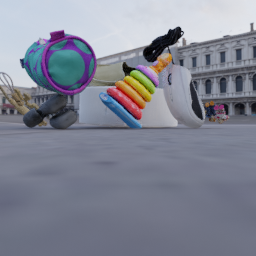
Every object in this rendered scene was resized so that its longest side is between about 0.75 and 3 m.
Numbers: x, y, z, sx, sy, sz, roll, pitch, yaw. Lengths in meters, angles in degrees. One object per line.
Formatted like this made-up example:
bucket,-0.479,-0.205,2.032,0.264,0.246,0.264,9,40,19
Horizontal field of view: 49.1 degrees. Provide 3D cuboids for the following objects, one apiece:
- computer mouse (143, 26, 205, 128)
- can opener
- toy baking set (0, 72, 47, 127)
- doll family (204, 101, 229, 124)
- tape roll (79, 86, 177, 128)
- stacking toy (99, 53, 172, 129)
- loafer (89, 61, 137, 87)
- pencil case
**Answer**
computer mouse,1.055,-0.956,6.204,0.496,2.260,1.239,-29,11,-32
can opener,-1.978,-0.220,6.757,0.961,0.767,2.875,-34,12,-16
toy baking set,-4.028,-1.113,10.427,2.689,0.313,2.064,36,-29,8
doll family,1.971,-0.369,7.049,1.070,0.482,0.664,-5,-41,19
tape roll,0.019,-0.608,8.428,2.989,1.045,2.989,3,4,0
stacking toy,0.311,-0.953,6.030,0.968,1.764,1.024,42,0,-31
loafer,-0.330,-1.642,8.538,2.281,0.863,0.779,9,-40,-3
pencil case,-1.522,-1.353,5.823,1.056,1.147,2.482,-23,22,-21
